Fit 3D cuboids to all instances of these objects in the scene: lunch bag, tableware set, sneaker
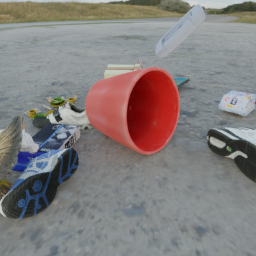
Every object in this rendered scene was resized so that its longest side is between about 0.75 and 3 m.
[{"bbox_3d":[4.763,-1.068,12.193,1.149,0.861,1.355,21,40,39],"label":"lunch bag"},{"bbox_3d":[-3.324,-0.907,12.245,2.204,0.338,1.485,-27,40,-37],"label":"tableware set"},{"bbox_3d":[3.969,0.597,8.550,1.695,1.112,2.946,-13,27,-20],"label":"sneaker"},{"bbox_3d":[-2.343,1.387,7.315,0.987,0.970,2.562,1,24,28],"label":"sneaker"},{"bbox_3d":[-2.534,-0.529,10.903,2.401,1.062,0.889,-3,28,-3],"label":"sneaker"}]

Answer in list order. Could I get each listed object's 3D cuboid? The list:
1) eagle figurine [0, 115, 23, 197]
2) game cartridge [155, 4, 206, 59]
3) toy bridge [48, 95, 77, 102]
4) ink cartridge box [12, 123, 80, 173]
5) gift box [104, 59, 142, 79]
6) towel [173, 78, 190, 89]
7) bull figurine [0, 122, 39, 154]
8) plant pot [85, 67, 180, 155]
[{"bbox_3d":[-3.334,0.628,6.404,2.032,2.678,2.021,-10,56,-19],"label":"eagle figurine"},{"bbox_3d":[1.606,-2.985,8.737,0.375,1.834,1.221,41,31,-15],"label":"game cartridge"},{"bbox_3d":[-3.154,-1.370,13.506,1.384,0.188,0.465,-5,28,-9],"label":"toy bridge"},{"bbox_3d":[-2.634,0.599,9.272,1.273,0.502,2.559,6,28,10],"label":"ink cartridge box"},{"bbox_3d":[-0.079,-2.073,12.945,1.905,2.040,1.883,2,32,2],"label":"gift box"},{"bbox_3d":[2.070,-2.476,15.370,2.215,0.240,1.624,7,25,35],"label":"towel"},{"bbox_3d":[-4.004,0.638,7.697,2.934,1.781,0.956,-5,64,-21],"label":"bull figurine"},{"bbox_3d":[0.008,-0.677,9.663,2.453,2.772,2.772,11,27,44],"label":"plant pot"}]
